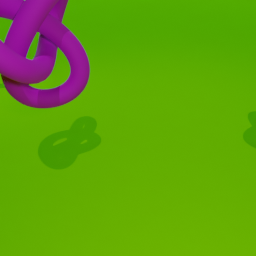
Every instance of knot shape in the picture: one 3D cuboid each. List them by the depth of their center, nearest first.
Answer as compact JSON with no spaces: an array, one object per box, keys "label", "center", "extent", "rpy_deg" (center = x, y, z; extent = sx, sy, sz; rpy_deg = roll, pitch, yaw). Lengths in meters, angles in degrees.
[{"label":"knot shape","center":[-1.294,-1.407,4.155],"extent":[0.963,2.084,1.950],"rpy_deg":[11,73,26]}]
